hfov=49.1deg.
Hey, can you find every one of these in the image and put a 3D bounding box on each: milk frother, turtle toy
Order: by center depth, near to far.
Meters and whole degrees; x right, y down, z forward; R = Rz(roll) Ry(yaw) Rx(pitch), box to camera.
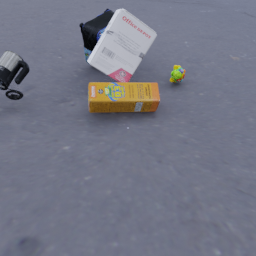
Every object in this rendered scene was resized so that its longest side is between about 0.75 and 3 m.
[{"bbox_3d":[-3.777,-1.660,9.129,1.069,1.184,1.114,24,62,-5],"label":"milk frother"},{"bbox_3d":[1.908,-2.031,10.699,0.465,0.671,0.920,23,19,23],"label":"turtle toy"}]

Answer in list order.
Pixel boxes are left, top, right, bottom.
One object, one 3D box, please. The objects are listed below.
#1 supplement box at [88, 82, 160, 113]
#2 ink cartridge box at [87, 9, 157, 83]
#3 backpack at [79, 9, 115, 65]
[{"bbox_3d":[-0.150,-0.969,8.911,2.214,0.761,0.736,-3,66,-7],"label":"supplement box"},{"bbox_3d":[-0.232,-2.884,10.118,1.591,2.172,0.899,29,10,-23],"label":"ink cartridge box"},{"bbox_3d":[-0.920,-3.554,11.844,1.463,2.174,1.985,32,55,23],"label":"backpack"}]
